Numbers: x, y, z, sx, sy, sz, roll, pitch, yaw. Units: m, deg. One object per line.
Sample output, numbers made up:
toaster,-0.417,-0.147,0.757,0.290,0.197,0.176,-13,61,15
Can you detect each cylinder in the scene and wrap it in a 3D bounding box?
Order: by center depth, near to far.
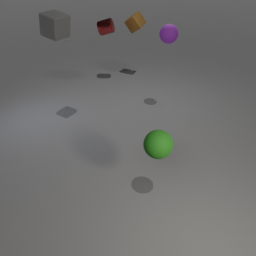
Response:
cylinder,-1.092,-5.014,13.889,0.700,0.700,0.700,-9,28,18

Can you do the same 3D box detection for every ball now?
ball,0.713,0.387,6.625,0.700,0.700,0.700,0,31,0
ball,1.522,-3.508,10.448,0.700,0.700,0.700,0,31,0

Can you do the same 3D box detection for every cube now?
cube,-2.335,-3.290,8.954,0.700,0.700,0.700,28,42,22
cube,0.379,-5.461,14.468,0.700,0.700,0.700,-13,33,47
